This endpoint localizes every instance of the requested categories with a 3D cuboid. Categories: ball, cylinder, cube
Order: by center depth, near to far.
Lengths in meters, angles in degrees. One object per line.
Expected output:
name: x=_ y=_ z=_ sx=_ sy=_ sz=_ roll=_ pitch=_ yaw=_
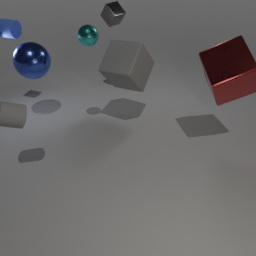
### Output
cylinder: x=-3.274 y=-0.364 z=7.831 sx=0.700 sy=0.700 sz=0.700 roll=8 pitch=23 yaw=-34
cube: x=3.278 y=-1.813 z=9.096 sx=1.400 sy=1.400 sz=1.400 roll=-20 pitch=61 yaw=16
ball: x=-1.324 y=-3.059 z=9.283 sx=0.700 sy=0.700 sz=0.700 roll=0 pitch=31 yaw=0
cube: x=-0.022 y=-2.392 z=10.791 sx=1.400 sy=1.400 sz=1.400 roll=15 pitch=78 yaw=29
ball: x=-3.696 y=-2.590 z=10.802 sx=1.400 sy=1.400 sz=1.400 roll=0 pitch=31 yaw=0
cylinder: x=-4.714 y=-3.937 z=11.097 sx=0.700 sy=0.700 sz=0.700 roll=11 pitch=32 yaw=14
cube: x=-0.656 y=-5.020 z=12.345 sx=0.700 sy=0.700 sz=0.700 roll=-32 pitch=83 yaw=-35
